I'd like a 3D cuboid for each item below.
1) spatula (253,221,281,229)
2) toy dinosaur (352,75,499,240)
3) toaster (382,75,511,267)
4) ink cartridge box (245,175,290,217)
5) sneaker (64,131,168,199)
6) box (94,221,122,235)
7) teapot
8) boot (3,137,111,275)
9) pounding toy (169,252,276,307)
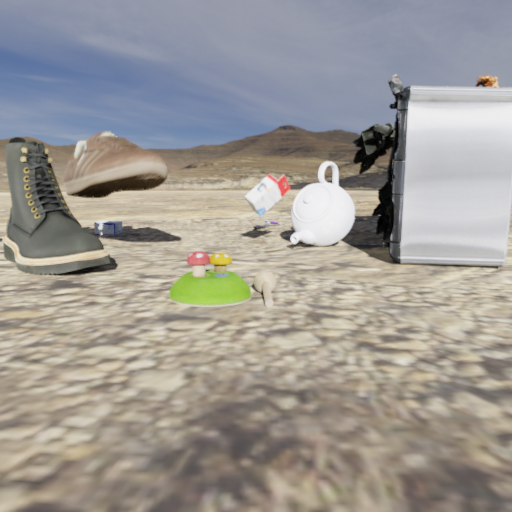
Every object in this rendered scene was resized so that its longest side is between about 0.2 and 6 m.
[{"bbox_3d":[0.283,-0.930,16.938,0.466,0.169,1.649,8,13,22],"label":"spatula"},{"bbox_3d":[4.696,-2.437,14.281,3.801,5.601,2.861,-9,43,-5],"label":"toy dinosaur"},{"bbox_3d":[3.651,-1.562,10.766,2.130,3.245,3.589,3,9,18],"label":"toaster"},{"bbox_3d":[0.260,-1.384,12.277,0.314,0.934,0.543,42,-10,35],"label":"ink cartridge box"},{"bbox_3d":[-2.762,-1.797,10.415,1.118,1.199,3.174,1,-2,-43],"label":"sneaker"},{"bbox_3d":[-4.052,-0.773,15.374,0.583,0.333,0.634,2,8,7],"label":"box"},{"bbox_3d":[1.382,-1.063,12.417,1.548,1.569,1.146,-30,-36,15],"label":"teapot"},{"bbox_3d":[-3.798,-0.987,10.028,3.401,2.352,1.317,9,13,44],"label":"boot"},{"bbox_3d":[-0.454,0.247,7.505,1.427,0.662,1.101,0,9,3],"label":"pounding toy"}]
